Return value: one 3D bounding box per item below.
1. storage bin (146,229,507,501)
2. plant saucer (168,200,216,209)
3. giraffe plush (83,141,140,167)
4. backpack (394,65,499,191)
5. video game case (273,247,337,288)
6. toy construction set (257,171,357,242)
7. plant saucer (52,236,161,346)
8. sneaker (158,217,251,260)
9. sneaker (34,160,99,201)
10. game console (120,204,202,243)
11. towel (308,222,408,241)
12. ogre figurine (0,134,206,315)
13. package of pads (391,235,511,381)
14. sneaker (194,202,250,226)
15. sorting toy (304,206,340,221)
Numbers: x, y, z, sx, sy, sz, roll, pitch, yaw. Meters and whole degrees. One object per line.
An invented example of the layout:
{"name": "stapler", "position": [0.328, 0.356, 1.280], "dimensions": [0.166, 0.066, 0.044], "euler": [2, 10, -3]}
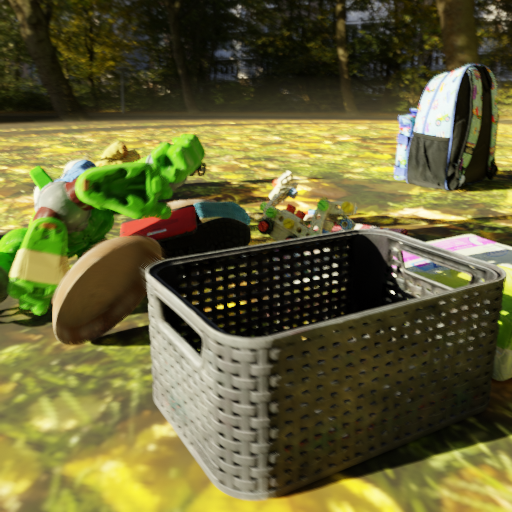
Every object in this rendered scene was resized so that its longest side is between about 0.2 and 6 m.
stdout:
{"name": "storage bin", "position": [0.707, 0.851, 5.962], "dimensions": [3.308, 1.551, 2.236], "euler": [-11, 21, -28]}
{"name": "plant saucer", "position": [-1.585, -1.164, 13.625], "dimensions": [1.597, 0.275, 1.597], "euler": [-4, 0, 0]}
{"name": "giraffe plush", "position": [-4.094, -2.484, 17.015], "dimensions": [1.518, 1.615, 1.872], "euler": [38, 23, 30]}
{"name": "backpack", "position": [6.329, -4.257, 18.341], "dimensions": [2.554, 3.796, 3.466], "euler": [17, 25, 42]}
{"name": "video game case", "position": [0.853, 0.128, 9.833], "dimensions": [1.085, 0.141, 1.192], "euler": [-7, 35, 3]}
{"name": "toy construction set", "position": [0.884, -0.851, 11.216], "dimensions": [1.033, 1.471, 2.243], "euler": [16, 17, -47]}
{"name": "plant saucer", "position": [-1.944, 0.391, 7.199], "dimensions": [0.298, 1.728, 1.728], "euler": [37, 32, 19]}
{"name": "sneaker", "position": [-1.122, -0.435, 11.432], "dimensions": [1.990, 0.754, 0.871], "euler": [-6, 13, -18]}
{"name": "sneaker", "position": [-4.527, -1.934, 15.270], "dimensions": [1.696, 1.170, 3.049], "euler": [-3, 21, 11]}
{"name": "game console", "position": [-1.837, -0.385, 11.150], "dimensions": [1.512, 0.897, 1.303], "euler": [-15, 38, 1]}
{"name": "towel", "position": [2.134, -0.529, 12.434], "dimensions": [2.096, 0.238, 1.510], "euler": [10, 18, 29]}
{"name": "ogre figurine", "position": [-2.888, -0.578, 9.096], "dimensions": [2.079, 4.238, 2.541], "euler": [38, -8, -21]}
{"name": "package of pads", "position": [3.187, 0.571, 7.799], "dimensions": [2.181, 0.963, 2.823], "euler": [-9, 21, -23]}
{"name": "sneaker", "position": [-0.857, -0.874, 12.900], "dimensions": [1.526, 0.584, 0.616], "euler": [6, -31, -28]}
{"name": "sorting toy", "position": [1.422, -1.035, 13.495], "dimensions": [1.267, 0.252, 1.714], "euler": [-14, 6, -14]}
